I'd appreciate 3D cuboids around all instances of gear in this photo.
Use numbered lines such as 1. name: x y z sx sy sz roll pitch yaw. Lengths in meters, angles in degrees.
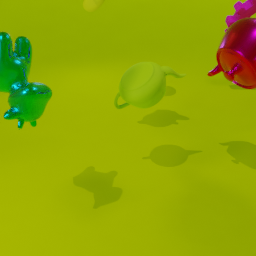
1. gear: 3.922 -3.181 8.395 1.903 1.903 0.352 -1 54 -3

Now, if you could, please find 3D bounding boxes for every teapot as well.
1. teapot: 0.337 -0.729 4.922 1.379 0.675 0.857 -29 44 13
2. teapot: 1.883 -1.101 4.492 0.901 1.145 1.841 -42 11 -4

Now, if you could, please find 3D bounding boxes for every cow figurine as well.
1. cow figurine: -1.514 -0.589 3.513 1.155 1.137 0.634 7 10 21

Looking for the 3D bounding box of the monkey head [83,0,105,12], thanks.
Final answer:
1. monkey head: -0.232 -2.876 4.972 1.237 1.720 1.036 32 48 5
